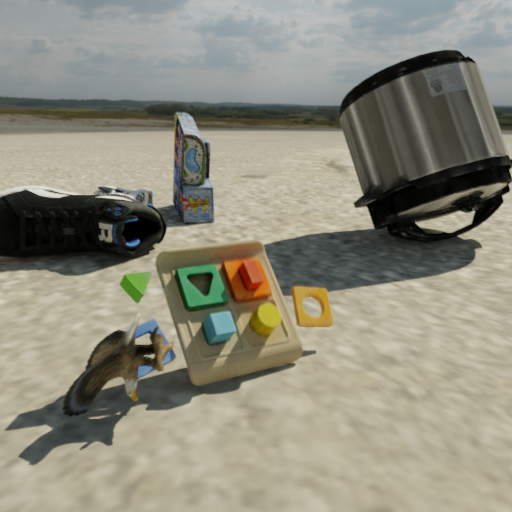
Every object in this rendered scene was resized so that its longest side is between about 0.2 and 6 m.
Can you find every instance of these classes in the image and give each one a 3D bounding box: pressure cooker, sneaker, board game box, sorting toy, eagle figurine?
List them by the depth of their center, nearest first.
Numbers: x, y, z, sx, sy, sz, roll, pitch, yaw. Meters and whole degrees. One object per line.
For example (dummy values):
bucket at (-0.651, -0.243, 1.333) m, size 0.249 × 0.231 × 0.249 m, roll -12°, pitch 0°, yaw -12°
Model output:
eagle figurine at (-1.259, 0.993, 5.006) m, size 0.946 × 0.714 × 0.717 m, roll -14°, pitch -28°, yaw 5°
sorting toy at (-0.222, 0.490, 5.775) m, size 2.521 × 1.419 × 0.343 m, roll -8°, pitch -22°, yaw -31°
sneaker at (-3.140, -0.553, 9.715) m, size 3.326 × 1.215 × 1.861 m, roll -11°, pitch 18°, yaw -37°
pressure cooker at (3.338, -1.927, 11.059) m, size 2.901 × 3.299 × 2.947 m, roll -20°, pitch -7°, yaw 27°
sneaker at (-3.036, -1.089, 12.363) m, size 1.371 × 0.841 × 2.107 m, roll -3°, pitch 16°, yaw -5°
board game box at (-1.482, -1.880, 13.289) m, size 0.750 × 2.432 × 2.431 m, roll -2°, pitch 30°, yaw -15°
